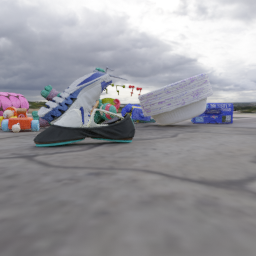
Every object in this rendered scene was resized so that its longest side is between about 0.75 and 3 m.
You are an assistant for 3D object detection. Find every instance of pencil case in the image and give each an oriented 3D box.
[{"bbox_3d":[-5.551,-0.825,12.223,1.341,1.384,2.955,46,10,5],"label":"pencil case"}]

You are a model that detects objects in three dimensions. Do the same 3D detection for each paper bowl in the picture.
[{"bbox_3d":[1.761,-0.966,10.162,2.600,1.352,2.600,-18,7,2],"label":"paper bowl"}]

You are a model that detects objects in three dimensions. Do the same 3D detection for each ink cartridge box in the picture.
[{"bbox_3d":[3.598,-0.641,12.142,1.612,0.902,2.363,0,5,10],"label":"ink cartridge box"}]

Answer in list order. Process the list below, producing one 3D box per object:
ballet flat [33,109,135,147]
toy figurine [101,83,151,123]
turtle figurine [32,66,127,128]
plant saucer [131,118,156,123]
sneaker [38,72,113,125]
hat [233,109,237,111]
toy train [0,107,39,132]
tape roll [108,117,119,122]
[{"bbox_3d":[-0.692,-0.028,4.670,1.702,0.582,0.579,-2,5,-25],"label":"ballet flat"},{"bbox_3d":[0.295,-0.962,12.301,2.857,1.507,1.711,8,19,-22],"label":"toy figurine"},{"bbox_3d":[-1.400,-0.632,8.339,2.920,1.470,2.186,0,44,27],"label":"turtle figurine"},{"bbox_3d":[0.672,-0.384,13.499,0.704,0.191,2.015,-1,5,-21],"label":"plant saucer"},{"bbox_3d":[-1.111,-0.485,6.704,1.830,1.057,0.739,-38,32,-14],"label":"sneaker"},{"bbox_3d":[4.747,-0.586,13.982,1.355,0.546,1.355,-7,0,0],"label":"hat"},{"bbox_3d":[-3.710,-0.294,7.747,2.609,0.726,1.960,0,3,-6],"label":"toy train"},{"bbox_3d":[-0.452,-0.410,12.871,0.930,0.307,0.930,0,3,0],"label":"tape roll"}]
